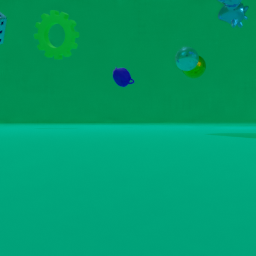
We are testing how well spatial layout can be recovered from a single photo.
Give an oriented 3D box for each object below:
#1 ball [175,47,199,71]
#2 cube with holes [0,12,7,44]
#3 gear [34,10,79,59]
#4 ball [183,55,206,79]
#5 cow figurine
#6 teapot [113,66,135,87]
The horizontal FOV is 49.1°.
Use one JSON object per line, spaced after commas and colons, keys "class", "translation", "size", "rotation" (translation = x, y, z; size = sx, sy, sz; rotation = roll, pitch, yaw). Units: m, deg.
{"class": "ball", "translation": [1.910, -2.243, 9.097], "size": [0.759, 0.759, 0.759], "rotation": [0, 1, 0]}
{"class": "cube with holes", "translation": [-4.312, -3.013, 8.210], "size": [0.929, 0.929, 0.929], "rotation": [39, 42, 5]}
{"class": "gear", "translation": [-2.140, -2.766, 8.381], "size": [1.365, 1.365, 0.252], "rotation": [0, 13, 17]}
{"class": "ball", "translation": [2.562, -2.382, 10.885], "size": [0.907, 0.907, 0.907], "rotation": [0, 1, 0]}
{"class": "cow figurine", "translation": [2.936, -3.575, 7.606], "size": [1.556, 0.868, 1.581], "rotation": [41, -14, -11]}
{"class": "teapot", "translation": [-0.198, -1.800, 9.664], "size": [0.540, 0.685, 1.102], "rotation": [-38, 57, -20]}
